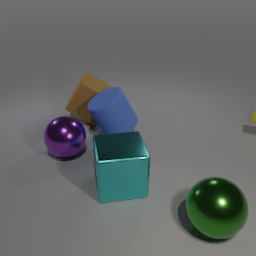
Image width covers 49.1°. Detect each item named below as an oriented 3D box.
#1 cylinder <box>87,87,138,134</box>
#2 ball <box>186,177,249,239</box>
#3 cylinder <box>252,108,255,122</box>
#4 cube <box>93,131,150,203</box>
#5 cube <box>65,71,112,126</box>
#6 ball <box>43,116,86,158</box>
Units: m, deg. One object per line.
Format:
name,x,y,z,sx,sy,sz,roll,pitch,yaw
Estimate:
cylinder,-0.551,-0.553,10.303,1.400,1.400,1.400,-23,31,14
ball,2.070,1.854,6.575,1.400,1.400,1.400,0,29,0
cylinder,5.083,-0.479,10.410,0.700,0.700,0.700,21,34,14
cube,-0.222,1.071,7.993,1.400,1.400,1.400,-5,29,-9
cube,-1.547,-1.226,11.591,1.400,1.400,1.400,30,26,-17
ball,-2.109,0.294,9.406,1.400,1.400,1.400,0,29,0
